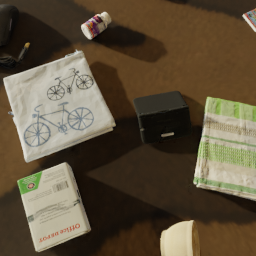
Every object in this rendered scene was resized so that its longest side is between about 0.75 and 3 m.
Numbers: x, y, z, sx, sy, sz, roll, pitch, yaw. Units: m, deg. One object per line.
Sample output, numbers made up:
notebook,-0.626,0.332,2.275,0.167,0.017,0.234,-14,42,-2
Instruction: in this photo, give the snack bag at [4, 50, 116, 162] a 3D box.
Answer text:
snack bag,-2.004,-0.706,7.808,2.547,0.289,2.701,-22,72,-8

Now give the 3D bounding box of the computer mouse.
computer mouse,-3.688,-2.873,8.456,1.610,0.528,2.293,14,71,6

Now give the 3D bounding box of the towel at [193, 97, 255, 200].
towel,2.830,0.507,7.385,1.913,0.393,2.564,13,69,2

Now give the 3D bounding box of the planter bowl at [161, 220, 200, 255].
planter bowl,0.902,2.066,4.885,0.575,0.854,0.854,-8,69,19

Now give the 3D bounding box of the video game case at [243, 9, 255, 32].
video game case,4.275,-3.527,8.923,0.994,0.087,0.711,-26,73,-9

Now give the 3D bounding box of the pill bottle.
pill bottle,-0.952,-3.160,8.581,0.867,0.483,0.483,-41,75,-13

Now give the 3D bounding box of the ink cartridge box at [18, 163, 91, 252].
ink cartridge box,-1.727,1.862,6.657,1.236,0.701,1.687,-19,71,-7

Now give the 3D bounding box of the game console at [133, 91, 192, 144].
game console,0.936,-0.316,7.748,1.385,0.806,1.218,-11,101,-3
